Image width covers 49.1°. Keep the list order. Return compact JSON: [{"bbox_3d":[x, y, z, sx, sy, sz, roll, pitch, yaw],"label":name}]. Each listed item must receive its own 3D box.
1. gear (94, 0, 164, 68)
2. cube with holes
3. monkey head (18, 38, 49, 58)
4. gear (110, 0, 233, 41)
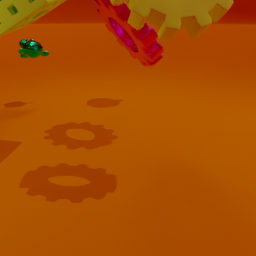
[{"bbox_3d":[0.016,-1.973,5.650,0.315,1.703,1.703,-43,30,-1],"label":"gear"},{"bbox_3d":[-1.773,-2.291,4.438,1.088,1.088,1.088,-22,23,22],"label":"cube with holes"},{"bbox_3d":[-2.904,-2.269,8.337,1.012,0.728,0.610,-10,54,-51],"label":"monkey head"},{"bbox_3d":[0.513,-1.826,3.295,1.553,1.553,0.287,-4,-8,-11],"label":"gear"}]
